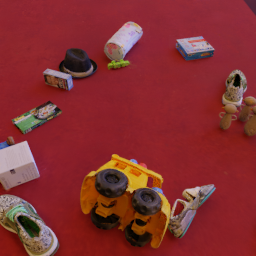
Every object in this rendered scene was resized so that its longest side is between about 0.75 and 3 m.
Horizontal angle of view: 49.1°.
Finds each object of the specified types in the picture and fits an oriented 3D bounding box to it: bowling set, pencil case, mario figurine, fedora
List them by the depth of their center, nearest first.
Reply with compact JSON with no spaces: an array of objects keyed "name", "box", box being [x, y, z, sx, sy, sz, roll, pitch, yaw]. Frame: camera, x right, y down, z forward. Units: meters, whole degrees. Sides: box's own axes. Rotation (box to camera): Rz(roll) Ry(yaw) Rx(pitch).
[{"name":"mario figurine","box":[-4.898,1.012,9.605,2.089,1.107,1.289,-21,47,-23]},{"name":"bowling set","box":[5.085,-0.675,11.063,2.682,1.440,1.866,16,47,15]},{"name":"fedora","box":[-2.567,-3.420,14.189,2.117,0.967,2.117,0,44,0]},{"name":"pencil case","box":[-0.205,-4.777,15.431,1.259,1.154,2.776,16,47,19]}]

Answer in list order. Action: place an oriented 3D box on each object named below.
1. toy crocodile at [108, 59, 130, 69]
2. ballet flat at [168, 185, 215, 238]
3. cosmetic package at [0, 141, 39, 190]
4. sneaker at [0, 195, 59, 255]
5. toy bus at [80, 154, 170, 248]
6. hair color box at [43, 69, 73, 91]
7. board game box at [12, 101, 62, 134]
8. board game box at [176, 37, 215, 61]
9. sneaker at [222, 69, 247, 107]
[{"name":"toy crocodile","box":[-0.479,-3.282,14.530,1.187,0.366,0.401,-14,45,-20]},{"name":"ballet flat","box":[1.872,2.291,8.493,0.777,0.777,2.159,30,53,27]},{"name":"cosmetic package","box":[-3.764,1.248,9.397,1.184,0.976,0.977,-21,52,-18]},{"name":"sneaker","box":[-2.991,2.563,7.986,2.568,1.138,0.987,29,52,26]},{"name":"toy bus","box":[0.234,1.929,8.465,2.566,1.741,2.464,22,33,18]},{"name":"hair color box","box":[-3.304,-2.292,13.259,1.336,0.661,0.405,18,47,17]},{"name":"board game box","box":[-3.804,-0.480,11.758,1.834,0.215,0.961,-34,56,-30]},{"name":"board game box","box":[3.696,-4.451,15.604,1.614,0.451,1.581,-10,45,-10]},{"name":"sneaker","box":[4.969,-2.066,12.677,1.000,1.152,2.601,14,46,14]}]
